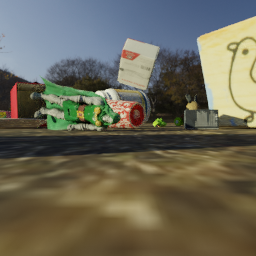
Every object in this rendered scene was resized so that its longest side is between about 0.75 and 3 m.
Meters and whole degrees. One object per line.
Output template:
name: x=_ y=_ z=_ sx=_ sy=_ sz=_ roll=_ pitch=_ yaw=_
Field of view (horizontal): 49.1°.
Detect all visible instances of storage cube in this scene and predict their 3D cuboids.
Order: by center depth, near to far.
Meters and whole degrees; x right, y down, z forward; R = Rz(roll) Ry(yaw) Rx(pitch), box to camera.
storage cube: x=-3.861 y=-0.895 z=11.442 sx=1.540 sy=1.802 sz=1.620 roll=-1 pitch=-5 yaw=-30

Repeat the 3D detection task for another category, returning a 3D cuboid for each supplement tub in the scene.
supplement tub: x=-0.332 y=-0.910 z=12.800 sx=2.327 sy=1.683 sz=1.683 roll=-1 pitch=1 yaw=-32

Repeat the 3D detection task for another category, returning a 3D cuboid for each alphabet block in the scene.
alphabet block: x=4.231 y=-1.660 z=7.894 sx=2.938 sy=2.922 sz=2.992 roll=-19 pitch=10 yaw=-31

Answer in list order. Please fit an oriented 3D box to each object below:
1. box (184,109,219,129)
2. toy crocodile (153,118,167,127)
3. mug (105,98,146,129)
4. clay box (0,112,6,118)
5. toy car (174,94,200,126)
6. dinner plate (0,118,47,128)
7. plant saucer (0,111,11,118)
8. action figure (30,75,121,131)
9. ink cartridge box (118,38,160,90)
box: x=1.975 y=-0.231 z=7.634 sx=0.856 sy=0.540 sz=0.871 roll=-2 pitch=1 yaw=10
toy crocodile: x=1.347 y=-0.178 z=11.641 sx=0.345 sy=0.316 sz=1.022 roll=43 pitch=16 yaw=18
mug: x=-0.139 y=-0.412 z=8.285 sx=1.371 sy=0.915 sz=1.217 roll=5 pitch=6 yaw=42
clay box: x=-5.022 y=-0.285 z=9.903 sx=1.253 sy=0.298 sz=0.720 roll=-2 pitch=-25 yaw=-30
toy car: x=3.174 y=-0.889 z=14.201 sx=1.310 sy=1.595 sz=1.258 roll=0 pitch=2 yaw=-40
dinner plate: x=-3.721 y=-0.155 z=8.918 sx=2.432 sy=0.295 sz=2.432 roll=-1 pitch=0 yaw=0
plant saucer: x=-6.526 y=-0.435 z=13.312 sx=2.916 sy=0.739 sz=2.916 roll=-1 pitch=1 yaw=0
action figure: x=-1.056 y=-0.358 z=5.669 sx=2.131 sy=1.259 sz=0.583 roll=10 pitch=30 yaw=30
ink cartridge box: x=0.376 y=-2.435 z=10.862 sx=1.284 sy=0.725 sz=1.749 roll=17 pitch=-32 yaw=1
